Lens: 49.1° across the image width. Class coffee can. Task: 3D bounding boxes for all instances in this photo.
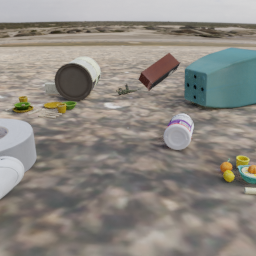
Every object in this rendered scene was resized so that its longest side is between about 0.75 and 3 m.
[{"bbox_3d":[-2.144,-2.245,12.416,1.582,1.582,2.162,2,22,4],"label":"coffee can"}]

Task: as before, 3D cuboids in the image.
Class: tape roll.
[{"bbox_3d":[-3.415,0.510,6.585,2.346,0.775,2.346,0,21,0],"label":"tape roll"}]

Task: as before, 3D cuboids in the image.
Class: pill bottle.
[{"bbox_3d":[1.454,0.040,7.838,0.717,0.717,1.287,7,22,16],"label":"pill bottle"}]

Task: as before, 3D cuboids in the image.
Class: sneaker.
[{"bbox_3d":[-2.453,1.323,4.445,1.367,0.893,2.378,16,32,33],"label":"sneaker"}]

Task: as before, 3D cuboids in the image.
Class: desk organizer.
[{"bbox_3d":[1.384,-2.498,12.345,1.826,0.655,0.703,-38,79,-22],"label":"desk organizer"}]

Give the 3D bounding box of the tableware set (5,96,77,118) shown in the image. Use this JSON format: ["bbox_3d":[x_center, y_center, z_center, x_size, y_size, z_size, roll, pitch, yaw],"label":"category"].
[{"bbox_3d":[-3.288,-0.909,10.716,2.433,0.373,1.639,9,23,22],"label":"tableware set"}]

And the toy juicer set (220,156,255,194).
[{"bbox_3d":[2.514,0.983,5.941,0.863,0.369,1.356,-5,23,-14],"label":"toy juicer set"}]

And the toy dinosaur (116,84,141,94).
[{"bbox_3d":[-0.101,-1.786,13.028,1.350,0.320,0.595,-15,41,-34],"label":"toy dinosaur"}]

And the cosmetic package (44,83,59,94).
[{"bbox_3d":[-3.317,-1.820,12.865,0.936,0.484,0.342,4,21,7],"label":"cosmetic package"}]

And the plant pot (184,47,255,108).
[{"bbox_3d":[3.777,-1.932,11.211,2.870,2.028,2.027,-16,26,-25],"label":"plant pot"}]
